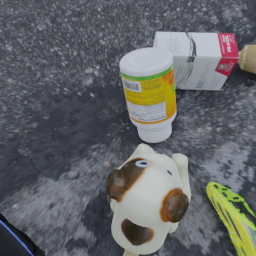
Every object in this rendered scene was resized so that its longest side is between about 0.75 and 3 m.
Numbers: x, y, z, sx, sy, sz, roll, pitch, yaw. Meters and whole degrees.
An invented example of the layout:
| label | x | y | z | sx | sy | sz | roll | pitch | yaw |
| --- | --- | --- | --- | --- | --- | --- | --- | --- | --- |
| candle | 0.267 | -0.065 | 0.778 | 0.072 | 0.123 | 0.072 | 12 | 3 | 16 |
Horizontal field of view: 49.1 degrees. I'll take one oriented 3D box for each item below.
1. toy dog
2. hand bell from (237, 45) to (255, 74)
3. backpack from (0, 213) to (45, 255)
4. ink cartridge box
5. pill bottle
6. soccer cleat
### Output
| label | x | y | z | sx | sy | sz | roll | pitch | yaw |
| --- | --- | --- | --- | --- | --- | --- | --- | --- | --- |
| toy dog | 0.317 | 1.617 | 6.342 | 2.025 | 2.902 | 2.814 | 28 | 60 | 15 |
| hand bell | 3.425 | -2.466 | 9.557 | 2.953 | 1.538 | 1.538 | 13 | 64 | 20 |
| backpack | -3.033 | 2.666 | 6.002 | 1.898 | 2.074 | 1.524 | 50 | 61 | -13 |
| ink cartridge box | 1.913 | -2.046 | 8.766 | 2.395 | 1.739 | 0.998 | 2 | 66 | -2 |
| pill bottle | 0.632 | -0.824 | 7.777 | 1.361 | 2.451 | 1.361 | -7 | 38 | 6 |
| soccer cleat | 2.840 | 2.577 | 6.973 | 0.915 | 1.183 | 2.829 | 2 | 37 | -43 |
